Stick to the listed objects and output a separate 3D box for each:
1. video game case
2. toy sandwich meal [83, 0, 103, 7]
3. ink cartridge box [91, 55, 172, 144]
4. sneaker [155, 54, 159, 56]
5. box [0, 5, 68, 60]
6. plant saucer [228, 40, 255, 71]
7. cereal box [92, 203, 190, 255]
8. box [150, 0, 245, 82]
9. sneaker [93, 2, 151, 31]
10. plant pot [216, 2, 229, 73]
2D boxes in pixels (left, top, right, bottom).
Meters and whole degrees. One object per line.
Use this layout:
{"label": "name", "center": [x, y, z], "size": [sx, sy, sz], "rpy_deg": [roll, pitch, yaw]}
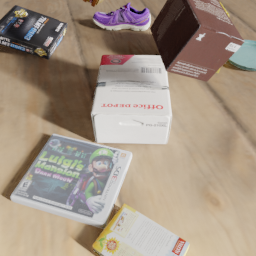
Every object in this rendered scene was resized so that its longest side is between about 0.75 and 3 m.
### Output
{"label": "video game case", "center": [-1.334, 1.201, 7.122], "size": [2.401, 0.280, 2.183], "rpy_deg": [12, 46, 12]}
{"label": "toy sandwich meal", "center": [-0.868, -4.341, 8.094], "size": [0.584, 1.705, 1.705], "rpy_deg": [13, 42, -20]}
{"label": "ink cartridge box", "center": [0.132, -0.957, 8.569], "size": [2.120, 1.235, 2.928], "rpy_deg": [1, 45, 1]}
{"label": "sneaker", "center": [1.020, -2.697, 10.852], "size": [1.079, 0.447, 0.387], "rpy_deg": [8, 46, 7]}
{"label": "box", "center": [-4.034, -4.029, 11.688], "size": [2.386, 0.597, 2.404], "rpy_deg": [17, 47, -4]}
{"label": "plant saucer", "center": [4.866, -2.855, 11.122], "size": [2.167, 0.297, 2.167], "rpy_deg": [0, 45, 0]}
{"label": "cereal box", "center": [0.269, 2.484, 5.814], "size": [1.675, 0.331, 1.205], "rpy_deg": [26, 51, 24]}
{"label": "box", "center": [1.560, -2.246, 6.705], "size": [1.353, 1.340, 1.631], "rpy_deg": [8, 52, -28]}
{"label": "sneaker", "center": [-0.289, -5.193, 12.854], "size": [2.675, 1.116, 1.078], "rpy_deg": [2, 45, 3]}
{"label": "plant pot", "center": [2.594, -3.544, 10.317], "size": [2.015, 2.075, 2.028], "rpy_deg": [6, 45, -10]}
